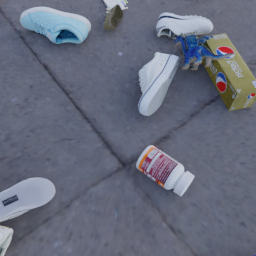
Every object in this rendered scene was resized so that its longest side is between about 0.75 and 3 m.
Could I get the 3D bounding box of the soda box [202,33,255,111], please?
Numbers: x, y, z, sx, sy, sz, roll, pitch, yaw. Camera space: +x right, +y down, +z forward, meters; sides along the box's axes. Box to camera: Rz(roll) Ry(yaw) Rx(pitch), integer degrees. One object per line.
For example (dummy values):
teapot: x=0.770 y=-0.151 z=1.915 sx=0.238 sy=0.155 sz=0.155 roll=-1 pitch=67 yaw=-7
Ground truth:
soda box: x=3.454 y=-2.009 z=9.781 sx=0.899 sy=0.951 sz=2.809 roll=-11 pitch=58 yaw=-7

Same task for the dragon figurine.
dragon figurine: x=2.430 y=-2.799 z=9.705 sx=0.824 sy=2.800 sz=1.392 roll=-2 pitch=94 yaw=-19

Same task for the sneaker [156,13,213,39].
sneaker: x=2.258 y=-3.959 z=11.268 sx=2.233 sy=0.853 sz=0.899 roll=8 pitch=68 yaw=11

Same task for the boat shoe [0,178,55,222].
boat shoe: x=-2.894 y=1.840 z=7.084 sx=2.181 sy=0.713 sz=0.802 roll=-7 pitch=70 yaw=-50

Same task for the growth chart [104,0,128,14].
growth chart: x=-0.595 y=-5.825 z=12.802 sx=1.175 sy=0.144 sz=1.624 roll=-12 pitch=57 yaw=-9

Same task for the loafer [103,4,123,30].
loafer: x=-0.655 y=-4.645 z=11.719 sx=0.544 sy=0.614 sz=1.614 roll=-9 pitch=40 yaw=29

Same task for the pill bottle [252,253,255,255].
pill bottle: x=2.692 y=3.461 z=6.265 sx=1.407 sy=0.787 sz=0.787 roll=-25 pitch=60 yaw=-15

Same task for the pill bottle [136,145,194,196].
pill bottle: x=1.024 y=1.180 z=7.753 sx=1.472 sy=0.806 sz=0.806 roll=34 pitch=63 yaw=21

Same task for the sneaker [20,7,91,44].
sneaker: x=-2.992 y=-3.940 z=11.014 sx=2.888 sy=1.067 sz=1.183 roll=7 pitch=57 yaw=8

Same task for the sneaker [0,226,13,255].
sneaker: x=-3.548 y=2.308 z=6.996 sx=1.528 sy=0.974 sz=2.644 roll=2 pitch=66 yaw=-1

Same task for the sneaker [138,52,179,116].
sneaker: x=0.822 y=-1.543 z=9.508 sx=1.042 sy=1.074 sz=2.942 roll=18 pitch=49 yaw=15
